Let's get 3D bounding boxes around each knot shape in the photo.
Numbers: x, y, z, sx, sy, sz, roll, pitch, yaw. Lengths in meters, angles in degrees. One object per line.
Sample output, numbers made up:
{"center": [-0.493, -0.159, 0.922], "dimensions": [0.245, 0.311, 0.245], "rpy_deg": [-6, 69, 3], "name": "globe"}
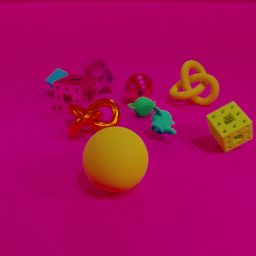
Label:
{"center": [-1.013, -0.364, 8.480], "dimensions": [1.603, 0.792, 1.714], "rpy_deg": [-9, 25, 1], "name": "knot shape"}
{"center": [2.462, -1.728, 10.442], "dimensions": [1.773, 1.659, 0.819], "rpy_deg": [3, -17, 12], "name": "knot shape"}

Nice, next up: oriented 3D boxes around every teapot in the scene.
{"center": [0.531, -0.751, 9.500], "dimensions": [1.127, 0.701, 0.552], "rpy_deg": [-5, 45, -24], "name": "teapot"}

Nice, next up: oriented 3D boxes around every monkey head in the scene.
{"center": [1.059, -0.155, 7.976], "dimensions": [0.803, 0.672, 1.116], "rpy_deg": [12, -14, 40], "name": "monkey head"}

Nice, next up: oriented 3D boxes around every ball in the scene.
{"center": [0.417, -1.492, 10.557], "dimensions": [1.117, 1.117, 1.117], "rpy_deg": [0, 27, 0], "name": "ball"}
{"center": [-0.264, 0.660, 5.942], "dimensions": [1.375, 1.375, 1.375], "rpy_deg": [0, 27, 0], "name": "ball"}

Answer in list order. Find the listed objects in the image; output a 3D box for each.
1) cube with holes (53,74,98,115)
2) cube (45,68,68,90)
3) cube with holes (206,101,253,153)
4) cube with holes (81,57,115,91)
{"center": [-1.826, -1.185, 9.952], "dimensions": [1.099, 1.099, 1.099], "rpy_deg": [11, 29, 21], "name": "cube with holes"}
{"center": [-2.732, -1.847, 11.357], "dimensions": [0.742, 0.742, 0.742], "rpy_deg": [-48, 44, -11], "name": "cube"}
{"center": [2.674, -0.021, 7.384], "dimensions": [0.801, 0.801, 0.801], "rpy_deg": [-29, 50, 4], "name": "cube with holes"}
{"center": [-1.245, -2.222, 11.641], "dimensions": [0.958, 0.958, 0.958], "rpy_deg": [-32, 24, -1], "name": "cube with holes"}
